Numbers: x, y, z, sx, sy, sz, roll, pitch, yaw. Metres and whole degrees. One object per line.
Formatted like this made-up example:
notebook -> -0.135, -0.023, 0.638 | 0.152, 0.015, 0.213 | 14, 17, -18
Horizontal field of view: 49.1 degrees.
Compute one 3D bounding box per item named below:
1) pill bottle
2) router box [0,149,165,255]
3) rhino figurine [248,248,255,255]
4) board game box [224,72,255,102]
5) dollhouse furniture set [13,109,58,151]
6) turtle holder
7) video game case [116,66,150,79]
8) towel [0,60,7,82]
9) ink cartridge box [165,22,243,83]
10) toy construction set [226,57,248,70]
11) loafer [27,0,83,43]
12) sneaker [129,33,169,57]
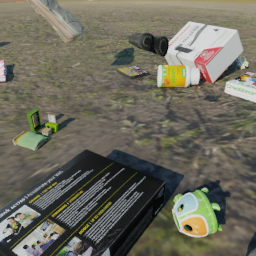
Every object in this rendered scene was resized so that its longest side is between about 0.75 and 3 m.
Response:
pill bottle -> 1.971, -2.033, 11.022 | 1.555, 0.864, 0.864 | 1, 29, 1
router box -> -0.842, 1.527, 4.903 | 2.011, 0.689, 2.697 | 19, 34, 30
rhino figurine -> 1.796, 2.422, 3.274 | 1.095, 0.749, 2.504 | 5, 30, 30
board game box -> 5.183, -1.324, 10.162 | 1.713, 0.470, 2.714 | -26, 38, -36
dollhouse furniture set -> -2.542, 0.019, 7.682 | 0.766, 0.587, 1.170 | 10, 31, 17
turtle holder -> 1.152, 1.450, 4.988 | 0.704, 0.753, 0.991 | -17, 46, -4
video game case -> 0.216, -2.511, 12.610 | 1.053, 0.149, 1.165 | -17, 35, -28
towel -> -6.287, -2.433, 12.259 | 1.766, 0.361, 2.414 | -11, 31, -17
ink cartridge box -> 3.157, -3.401, 12.265 | 2.011, 1.167, 2.787 | -47, 42, -6
toy construction set -> 4.619, -3.120, 12.966 | 1.835, 0.846, 1.203 | -8, 18, -23
loafer -> -2.929, -4.230, 10.020 | 0.906, 2.881, 1.036 | -30, 30, 34
sneaker -> 0.386, -1.506, 4.952 | 0.412, 0.345, 0.909 | 24, 13, 40
